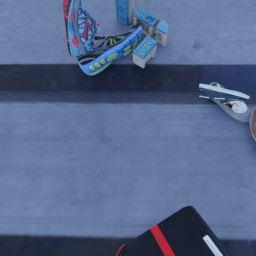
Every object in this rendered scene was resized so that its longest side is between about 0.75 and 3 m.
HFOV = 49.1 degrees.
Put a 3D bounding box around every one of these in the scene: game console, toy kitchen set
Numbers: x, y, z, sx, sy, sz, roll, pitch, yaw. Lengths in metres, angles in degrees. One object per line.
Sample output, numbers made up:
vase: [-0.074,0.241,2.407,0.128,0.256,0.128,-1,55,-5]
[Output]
game console: [1.120,3.289,6.160,2.428,0.426,2.745,-30,38,-6]
toy kitchen set: [0.156,-3.470,9.636,2.195,1.293,1.758,34,70,15]

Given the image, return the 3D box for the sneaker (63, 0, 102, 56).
sneaker: [-1.315,-3.101,8.160,1.061,2.221,0.881,-9,62,-12]

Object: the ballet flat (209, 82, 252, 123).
ballet flat: [3.206,-0.810,8.797,1.739,0.554,0.586,40,75,16]

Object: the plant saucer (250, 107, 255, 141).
plant saucer: [4.680,0.090,8.478,2.086,0.382,2.086,0,64,-1]

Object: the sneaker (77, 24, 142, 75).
sneaker: [-0.598,-2.852,9.520,2.612,0.926,1.082,-35,78,-12]

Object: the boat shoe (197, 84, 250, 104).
boat shoe: [2.794,-0.942,8.291,1.464,0.553,0.442,19,108,23]
